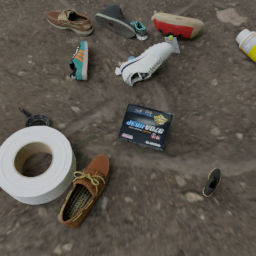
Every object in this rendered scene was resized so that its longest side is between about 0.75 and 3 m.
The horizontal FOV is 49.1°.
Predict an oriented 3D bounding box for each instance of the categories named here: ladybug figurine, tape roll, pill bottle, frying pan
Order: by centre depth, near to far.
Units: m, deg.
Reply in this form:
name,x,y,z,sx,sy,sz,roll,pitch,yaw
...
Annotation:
name,x,y,z,sx,sy,sz,roll,pitch,yaw
tape roll,-3.365,1.337,10.325,2.801,0.980,2.801,0,61,-1
frying pan,-4.028,-0.230,11.606,1.612,0.262,0.975,17,56,10
pill bottle,6.018,-3.854,13.286,0.989,0.989,1.810,-27,64,-15
ladybug figurine,2.390,-5.026,13.772,2.565,0.923,1.741,12,23,1

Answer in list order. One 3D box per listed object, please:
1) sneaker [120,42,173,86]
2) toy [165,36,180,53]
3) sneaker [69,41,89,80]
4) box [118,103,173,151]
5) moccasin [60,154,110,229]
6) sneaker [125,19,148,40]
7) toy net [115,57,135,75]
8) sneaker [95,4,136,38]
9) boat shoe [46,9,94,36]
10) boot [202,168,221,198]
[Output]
name,x,y,z,sx,sy,sz,roll,pitch,yaw
sneaker,0.933,-2.779,12.418,2.571,0.982,1.035,-32,50,6
toy,2.117,-3.957,13.179,0.571,0.991,0.234,13,68,28
sneaker,-2.286,-3.185,13.016,0.878,0.785,2.198,1,62,-5
box,0.694,-0.050,11.038,1.854,0.427,1.474,16,81,11
moccasin,-1.493,2.087,9.827,1.031,1.088,2.818,29,64,15
sneaker,0.436,-5.162,14.183,0.617,0.725,1.589,-37,66,-19
toy net,-0.005,-2.823,13.129,0.737,0.271,1.405,38,69,18
sneaker,-0.400,-5.586,14.304,2.422,0.906,1.287,31,67,18
boat shoe,-2.993,-5.604,14.299,2.656,0.953,1.006,19,62,10
boot,3.141,1.872,10.095,0.474,0.846,1.224,24,62,13
